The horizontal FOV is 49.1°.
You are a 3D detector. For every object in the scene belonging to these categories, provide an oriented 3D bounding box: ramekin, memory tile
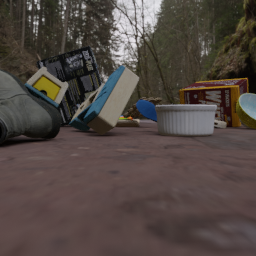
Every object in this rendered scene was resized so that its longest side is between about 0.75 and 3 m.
[{"bbox_3d":[1.310,-0.177,6.407,1.381,0.673,1.381,-1,2,0],"label":"ramekin"},{"bbox_3d":[0.561,-0.815,11.335,1.181,0.129,1.541,-7,-21,-36],"label":"memory tile"}]

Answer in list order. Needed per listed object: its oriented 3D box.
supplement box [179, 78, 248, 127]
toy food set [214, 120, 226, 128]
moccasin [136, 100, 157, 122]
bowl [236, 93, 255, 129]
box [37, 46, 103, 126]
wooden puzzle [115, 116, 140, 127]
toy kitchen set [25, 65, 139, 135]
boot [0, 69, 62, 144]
[{"bbox_3d":[3.876,-1.156,12.439,2.424,1.632,2.458,1,16,31],"label":"supplement box"},{"bbox_3d":[3.172,-0.151,10.830,0.914,0.385,1.273,12,4,3],"label":"toy food set"},{"bbox_3d":[0.737,-0.345,7.759,1.191,0.479,0.406,37,1,14],"label":"moccasin"},{"bbox_3d":[4.350,-0.443,9.746,1.446,1.446,0.778,-1,-40,-17],"label":"bowl"},{"bbox_3d":[-2.223,-1.708,11.867,2.305,2.814,1.212,-17,3,0],"label":"box"},{"bbox_3d":[-0.688,-0.322,12.603,2.404,0.484,2.599,0,2,2],"label":"wooden puzzle"},{"bbox_3d":[-1.468,-0.808,7.025,2.117,1.557,2.642,36,-32,-17],"label":"toy kitchen set"},{"bbox_3d":[-2.392,-0.507,4.697,2.403,0.814,1.570,29,11,21],"label":"boot"}]
